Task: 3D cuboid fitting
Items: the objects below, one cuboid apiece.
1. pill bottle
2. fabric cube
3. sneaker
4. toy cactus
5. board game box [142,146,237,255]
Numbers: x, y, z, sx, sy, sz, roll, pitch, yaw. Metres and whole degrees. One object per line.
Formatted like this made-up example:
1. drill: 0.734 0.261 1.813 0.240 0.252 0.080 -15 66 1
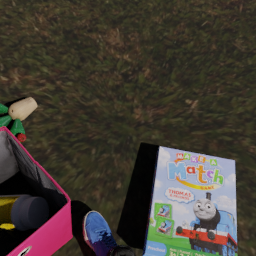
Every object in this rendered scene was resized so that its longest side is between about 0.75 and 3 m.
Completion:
1. pill bottle: -2.604 1.959 6.489 1.416 0.809 0.809 -8 59 25
2. fabric cube: -2.839 1.957 6.040 2.427 2.420 2.381 41 57 20
3. sneaker: -0.382 2.706 6.400 0.739 1.070 1.924 -2 58 -37
4. toy cactus: -3.684 -0.323 8.281 2.493 1.275 2.057 35 58 22
5. board game box: 1.648 1.981 7.206 2.150 0.520 2.842 10 57 2
